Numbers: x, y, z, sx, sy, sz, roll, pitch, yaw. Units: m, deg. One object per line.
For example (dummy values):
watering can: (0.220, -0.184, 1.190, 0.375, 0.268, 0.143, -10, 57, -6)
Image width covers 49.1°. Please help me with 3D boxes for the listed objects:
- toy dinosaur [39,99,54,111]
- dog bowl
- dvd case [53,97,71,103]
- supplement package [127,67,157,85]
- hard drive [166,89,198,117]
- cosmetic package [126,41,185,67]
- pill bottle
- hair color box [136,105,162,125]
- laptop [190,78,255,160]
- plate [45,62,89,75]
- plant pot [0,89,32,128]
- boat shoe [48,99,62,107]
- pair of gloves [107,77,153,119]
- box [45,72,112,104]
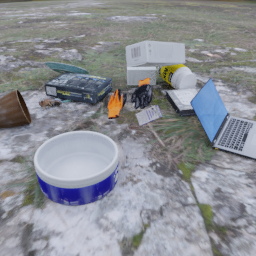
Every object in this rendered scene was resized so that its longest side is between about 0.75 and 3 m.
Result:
toy dinosaur: (-3.687, -1.126, 12.454, 0.528, 0.779, 0.334, 55, 22, 9)
dog bowl: (-1.492, 1.114, 8.413, 2.435, 0.959, 2.435, 0, 31, 0)
dvd case: (-3.185, -1.436, 13.402, 0.677, 0.102, 0.927, -13, 32, -20)
supplement package: (0.715, -2.845, 14.932, 1.532, 0.898, 0.895, 0, 31, 0)
hard drive: (2.696, -1.210, 12.770, 1.445, 0.391, 2.069, -5, 33, -8)
cosmetic package: (1.319, -3.353, 12.895, 2.697, 0.999, 1.371, -10, 9, -41)
pill bottle: (2.509, -2.718, 14.361, 1.205, 1.205, 2.109, -13, 37, -20)
hair color box: (0.747, -0.452, 10.107, 0.853, 0.466, 0.276, -23, -7, 33)
laptop: (3.941, -0.434, 10.328, 2.786, 1.615, 2.609, 17, 36, 25)
plate: (-3.303, -3.129, 15.196, 2.376, 0.304, 2.376, 9, 1, 0)
plant pot: (-4.815, -0.585, 11.002, 1.534, 1.434, 1.434, -21, 35, -8)
boat shoe: (-3.385, -1.104, 12.724, 0.822, 0.297, 0.297, 1, 35, 21)
pair of gloves: (0.053, -1.020, 9.758, 1.727, 0.214, 1.539, -16, 44, 20)
box: (-2.345, -2.023, 13.700, 2.655, 0.677, 2.094, 11, 30, 14)
